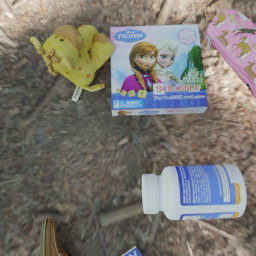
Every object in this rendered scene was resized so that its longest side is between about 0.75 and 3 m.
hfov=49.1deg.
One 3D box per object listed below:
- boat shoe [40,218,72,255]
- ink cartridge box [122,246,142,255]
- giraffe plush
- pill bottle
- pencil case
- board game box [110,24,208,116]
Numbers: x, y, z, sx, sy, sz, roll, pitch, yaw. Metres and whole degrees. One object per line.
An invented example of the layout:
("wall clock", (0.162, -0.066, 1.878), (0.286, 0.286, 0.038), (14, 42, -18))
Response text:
("boat shoe", (-1.712, 3.350, 6.942), (0.761, 0.805, 2.239), (-6, 83, -6))
("ink cartridge box", (-0.330, 3.832, 6.939), (1.810, 0.400, 0.851), (-32, 77, -9))
("giraffe plush", (-1.639, -2.039, 7.710), (1.960, 1.842, 2.271), (3, 83, 19))
("pill bottle", (1.573, 1.618, 7.103), (2.388, 1.338, 1.338), (-1, 74, 0))
("pencil case", (2.712, -1.489, 6.135), (1.123, 1.075, 2.596), (-37, 54, 17))
("board game box", (0.855, -1.787, 8.503), (2.773, 0.570, 2.766), (-3, 74, -1))
